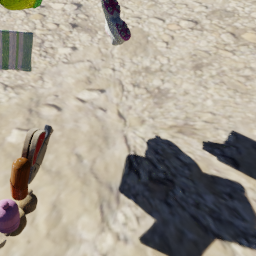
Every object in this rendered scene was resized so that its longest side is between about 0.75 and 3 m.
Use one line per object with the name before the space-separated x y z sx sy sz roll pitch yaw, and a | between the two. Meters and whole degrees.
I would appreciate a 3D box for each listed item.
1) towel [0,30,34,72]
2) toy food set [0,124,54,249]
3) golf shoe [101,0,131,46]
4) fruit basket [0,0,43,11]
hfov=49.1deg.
towel | -2.094 -1.255 4.598 1.002 0.764 0.117 -3 47 -25
toy food set | -1.338 0.774 3.643 0.282 1.140 1.793 18 81 0
golf shoe | -0.365 -2.310 5.984 0.436 0.530 1.158 -19 87 -39
fruit basket | -2.404 -2.713 5.245 1.954 1.954 1.409 0 60 0
